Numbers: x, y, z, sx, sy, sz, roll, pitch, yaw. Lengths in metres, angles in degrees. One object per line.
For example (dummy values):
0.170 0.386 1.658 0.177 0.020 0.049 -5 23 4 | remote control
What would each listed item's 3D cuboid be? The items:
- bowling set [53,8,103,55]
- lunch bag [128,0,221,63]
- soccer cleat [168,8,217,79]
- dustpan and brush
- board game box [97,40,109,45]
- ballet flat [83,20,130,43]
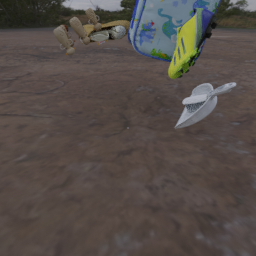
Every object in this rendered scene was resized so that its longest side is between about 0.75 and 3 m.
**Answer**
-1.199 -2.166 6.427 1.174 0.630 0.817 -39 25 -18 | bowling set
1.363 -3.589 8.512 2.410 2.998 1.236 10 27 -14 | lunch bag
1.564 -2.250 7.474 0.855 2.043 0.661 32 0 16 | soccer cleat
1.056 -0.392 3.813 1.060 0.303 0.740 -10 44 53 | dustpan and brush
-0.837 -3.628 11.166 0.829 0.192 0.628 -21 30 12 | board game box
-0.628 -3.035 9.049 1.922 0.660 0.606 -17 51 -23 | ballet flat
